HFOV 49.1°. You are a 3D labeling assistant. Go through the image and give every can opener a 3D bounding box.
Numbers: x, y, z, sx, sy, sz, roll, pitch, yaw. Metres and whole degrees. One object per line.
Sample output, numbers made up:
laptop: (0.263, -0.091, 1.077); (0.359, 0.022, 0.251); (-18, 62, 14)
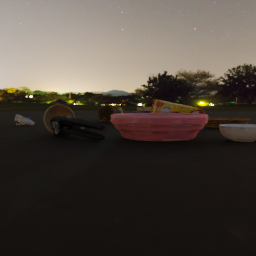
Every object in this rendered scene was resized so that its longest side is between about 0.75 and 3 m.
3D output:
can opener: (-1.386, -0.033, 7.638); (1.970, 0.625, 0.775); (5, 22, 39)

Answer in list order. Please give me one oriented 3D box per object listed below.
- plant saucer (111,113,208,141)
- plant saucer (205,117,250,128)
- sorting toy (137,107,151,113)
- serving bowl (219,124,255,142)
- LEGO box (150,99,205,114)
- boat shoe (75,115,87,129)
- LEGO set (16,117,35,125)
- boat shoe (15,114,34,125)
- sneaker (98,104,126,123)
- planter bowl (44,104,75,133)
plant saucer: (0.860, -0.071, 7.914); (2.698, 0.684, 2.698); (0, 4, 0)
plant saucer: (4.047, -0.226, 11.817); (2.059, 0.365, 2.059); (0, 5, 0)
sorting toy: (1.961, -0.656, 14.323); (2.254, 0.784, 2.240); (-1, 4, -32)
serving bowl: (2.961, 0.126, 7.171); (1.220, 0.401, 1.220); (1, 5, 0)
LEGO box: (2.008, -0.643, 11.792); (1.928, 0.744, 1.436); (11, 9, -5)
boat shoe: (-1.997, -0.234, 10.561); (0.589, 0.579, 1.580); (3, 6, 35)
LEGO set: (-4.802, -0.338, 13.316); (0.392, 0.364, 0.956); (2, 6, 30)
boat shoe: (-4.759, -0.289, 12.830); (1.030, 0.338, 0.371); (23, 6, 11)
sneaker: (-0.663, -0.842, 15.456); (1.313, 0.980, 2.924); (-7, 4, -22)
planter bowl: (-2.160, -0.192, 8.758); (0.938, 0.938, 0.631); (-2, -18, -19)
